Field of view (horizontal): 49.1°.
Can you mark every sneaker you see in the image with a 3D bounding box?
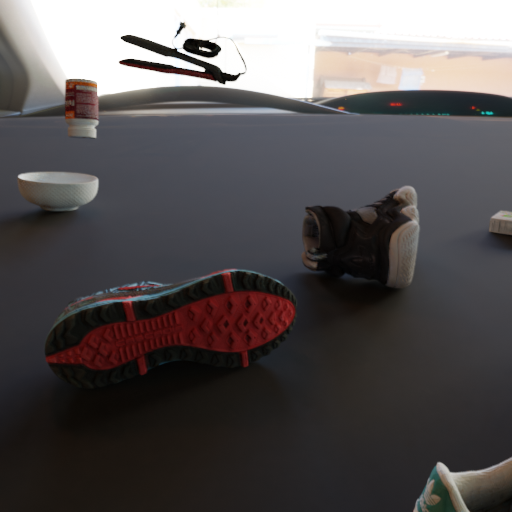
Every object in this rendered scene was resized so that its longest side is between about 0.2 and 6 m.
[{"bbox_3d":[1.774,-0.503,9.671,1.872,1.242,3.290,6,21,11],"label":"sneaker"},{"bbox_3d":[2.090,1.624,3.250,2.489,1.164,0.876,-1,17,-2],"label":"sneaker"},{"bbox_3d":[-0.947,0.607,6.522,2.833,1.123,1.353,-5,17,-16],"label":"sneaker"}]

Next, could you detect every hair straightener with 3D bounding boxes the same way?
[{"bbox_3d":[-1.506,-4.215,11.510,2.850,1.097,0.583,17,30,13],"label":"hair straightener"}]

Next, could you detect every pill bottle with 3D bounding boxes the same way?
[{"bbox_3d":[-2.889,-2.428,9.272,0.529,0.927,0.529,2,7,0],"label":"pill bottle"}]

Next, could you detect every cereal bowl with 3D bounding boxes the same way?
[{"bbox_3d":[-4.792,-1.539,13.595,1.850,0.771,1.850,4,15,-1],"label":"cereal bowl"}]

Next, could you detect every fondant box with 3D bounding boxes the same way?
[{"bbox_3d":[5.544,-0.648,11.678,1.105,0.322,0.797,14,22,34],"label":"fondant box"}]
